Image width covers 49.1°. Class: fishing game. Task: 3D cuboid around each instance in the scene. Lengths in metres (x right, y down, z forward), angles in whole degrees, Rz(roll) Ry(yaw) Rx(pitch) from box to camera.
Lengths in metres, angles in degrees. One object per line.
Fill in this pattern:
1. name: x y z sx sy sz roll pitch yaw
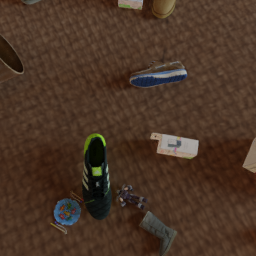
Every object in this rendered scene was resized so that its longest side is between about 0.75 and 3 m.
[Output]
1. fishing game: -2.044 2.801 9.400 0.906 0.197 1.265 34 77 6

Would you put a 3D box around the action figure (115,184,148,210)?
1. action figure: 0.076 2.355 9.435 1.129 0.392 0.735 25 83 10

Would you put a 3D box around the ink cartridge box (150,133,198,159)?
1. ink cartridge box: 1.520 0.623 9.609 1.559 0.913 0.525 10 75 3

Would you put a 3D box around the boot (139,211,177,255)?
1. boot: 0.878 3.448 9.099 1.161 0.421 1.056 32 63 1

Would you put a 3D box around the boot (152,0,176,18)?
1. boot: 1.666 -5.890 10.427 0.913 2.761 2.418 22 76 6

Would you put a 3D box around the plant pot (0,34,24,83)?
1. plant pot: -5.230 -2.221 10.055 2.085 1.949 1.949 -32 77 7

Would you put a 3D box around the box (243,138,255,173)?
1. box: 5.268 1.194 9.166 2.281 1.458 1.243 27 76 7

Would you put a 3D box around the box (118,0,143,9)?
1. box: 0.148 -5.419 11.486 0.986 0.477 0.870 7 75 1

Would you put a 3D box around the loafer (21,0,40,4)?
1. loafer: -3.268 -6.026 11.416 2.661 0.927 1.001 -35 78 -9

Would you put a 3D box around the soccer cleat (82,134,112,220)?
1. soccer cleat: -1.024 1.572 8.919 0.945 1.135 2.800 -4 87 -8

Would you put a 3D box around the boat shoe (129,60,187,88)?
1. boat shoe: 1.070 -2.065 10.485 2.170 0.784 0.785 -7 70 -12
